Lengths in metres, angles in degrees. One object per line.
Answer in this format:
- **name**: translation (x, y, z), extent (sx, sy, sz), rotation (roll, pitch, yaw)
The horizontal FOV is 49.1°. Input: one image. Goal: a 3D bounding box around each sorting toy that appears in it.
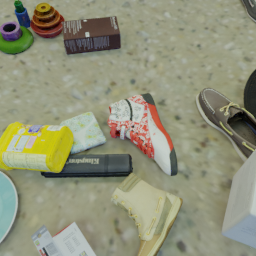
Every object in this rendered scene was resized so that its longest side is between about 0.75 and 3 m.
- **sorting toy**: translation (-3.458, -3.637, 9.559), extent (2.500, 1.026, 1.502), rotation (-29, 63, -16)

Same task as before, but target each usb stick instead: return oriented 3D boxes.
- **usb stick**: translation (-1.034, 0.963, 7.166), extent (2.322, 0.379, 0.644), rotation (-1, 55, 0)

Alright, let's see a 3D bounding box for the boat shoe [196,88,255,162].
- **boat shoe**: translation (2.887, -0.198, 7.611), extent (0.979, 0.811, 2.725), rotation (-25, 62, -14)

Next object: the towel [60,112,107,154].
- **towel**: translation (-1.249, 0.106, 7.651), extent (0.996, 0.280, 1.164), rotation (-21, 52, -12)

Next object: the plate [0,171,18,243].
- **plate**: translation (-3.755, 1.993, 6.551), extent (2.332, 0.298, 2.332), rotation (2, 57, -3)

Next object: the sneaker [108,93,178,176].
- **sneaker**: translation (0.276, 0.245, 7.335), extent (1.386, 0.864, 2.586), rotation (-14, 56, -7)

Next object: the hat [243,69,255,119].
- **hat**: translation (4.532, -0.692, 7.688), extent (2.613, 1.054, 2.613), rotation (2, 94, 31)

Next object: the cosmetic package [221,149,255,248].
- **cosmetic package**: translation (3.121, 1.598, 5.883), extent (1.579, 1.915, 1.580), rotation (18, 61, 11)

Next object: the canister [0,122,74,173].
- **canister**: translation (-2.322, 0.479, 6.979), extent (1.670, 0.723, 1.240), rotation (2, 53, 21)

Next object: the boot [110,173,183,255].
- **boot**: translation (0.180, 2.074, 6.307), extent (1.514, 0.709, 1.948), rotation (27, 62, 15)

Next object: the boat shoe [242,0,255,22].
- **boat shoe**: translation (4.810, -4.757, 10.415), extent (0.839, 0.715, 2.509), rotation (-12, 60, -7)

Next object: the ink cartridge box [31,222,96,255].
- **ink cartridge box**: translation (-1.310, 2.359, 5.540), extent (0.532, 1.269, 1.114), rotation (-28, 79, -41)

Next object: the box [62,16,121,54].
- **box**: translation (-1.230, -3.136, 9.467), extent (1.885, 0.706, 0.944), rotation (-8, 59, -7)
